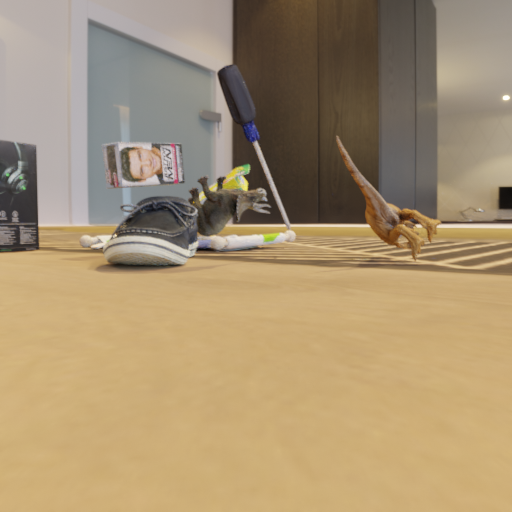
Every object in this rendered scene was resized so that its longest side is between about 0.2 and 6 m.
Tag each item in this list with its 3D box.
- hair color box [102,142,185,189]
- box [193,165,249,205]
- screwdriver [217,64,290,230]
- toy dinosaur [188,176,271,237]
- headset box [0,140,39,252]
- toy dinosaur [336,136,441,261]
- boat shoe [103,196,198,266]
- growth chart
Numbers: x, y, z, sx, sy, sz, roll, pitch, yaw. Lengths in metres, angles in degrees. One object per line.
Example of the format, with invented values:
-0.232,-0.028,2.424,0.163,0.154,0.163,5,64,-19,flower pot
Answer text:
-2.098,-1.721,10.616,0.489,0.799,1.614,1,9,37,hair color box
-0.964,-1.253,12.551,2.149,0.520,1.261,-35,15,12,box
0.079,-1.635,9.033,0.411,2.945,0.428,-31,23,-14,screwdriver
-0.880,-0.882,11.128,2.188,1.119,0.842,-32,-15,26,toy dinosaur
-5.276,-1.202,10.594,1.067,2.300,2.003,2,6,30,headset box
1.953,-0.581,8.520,1.407,0.800,2.648,26,-12,31,toy dinosaur
-1.507,-0.403,8.529,1.225,1.022,3.284,2,5,3,boat shoe
-1.598,-0.322,12.256,4.078,0.362,2.951,2,5,34,growth chart
